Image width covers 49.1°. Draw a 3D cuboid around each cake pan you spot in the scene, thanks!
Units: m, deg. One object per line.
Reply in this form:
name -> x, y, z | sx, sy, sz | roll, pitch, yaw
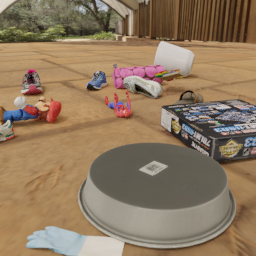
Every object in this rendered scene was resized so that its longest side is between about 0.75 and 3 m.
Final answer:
cake pan -> 0.525, 0.998, 5.298 | 2.924, 0.536, 2.924 | 0, 20, 0

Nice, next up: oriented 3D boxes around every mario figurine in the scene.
mario figurine -> -3.132, -0.659, 9.044 | 1.927, 1.021, 1.190 | -9, 22, -19

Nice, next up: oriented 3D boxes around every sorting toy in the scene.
sorting toy -> 1.992, -2.511, 13.012 | 0.978, 0.343, 2.029 | -10, -2, 25

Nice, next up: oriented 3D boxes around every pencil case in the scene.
pencil case -> 0.515, -2.664, 14.169 | 2.588, 1.174, 1.212 | -7, 13, -23

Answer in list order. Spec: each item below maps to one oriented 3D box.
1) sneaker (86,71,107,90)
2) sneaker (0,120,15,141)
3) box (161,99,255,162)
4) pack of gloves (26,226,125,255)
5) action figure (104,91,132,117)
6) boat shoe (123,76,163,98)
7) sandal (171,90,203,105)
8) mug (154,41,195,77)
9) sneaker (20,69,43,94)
sneaker -> -1.567, -2.370, 13.763 | 0.720, 0.818, 1.834 | 5, 22, 14
sneaker -> -3.667, 0.131, 7.573 | 0.425, 0.565, 1.208 | 16, 26, 35
box -> 2.828, -0.075, 7.896 | 2.958, 0.735, 2.936 | -6, 22, -16
pack of gloves -> -0.881, 1.740, 3.768 | 1.489, 0.294, 1.251 | 4, 22, 11
action figure -> -0.341, -1.024, 10.087 | 0.670, 1.016, 2.053 | -7, 25, -17
boat shoe -> 0.554, -1.783, 12.405 | 1.985, 0.732, 0.637 | 20, 63, 30
sandal -> 2.289, -1.140, 10.822 | 0.914, 0.611, 2.237 | 14, 25, 33
mug -> 2.827, -3.979, 16.569 | 2.051, 2.001, 2.499 | 14, 30, 14
sneaker -> -4.545, -2.132, 13.062 | 0.941, 0.871, 2.333 | -8, 23, -19
